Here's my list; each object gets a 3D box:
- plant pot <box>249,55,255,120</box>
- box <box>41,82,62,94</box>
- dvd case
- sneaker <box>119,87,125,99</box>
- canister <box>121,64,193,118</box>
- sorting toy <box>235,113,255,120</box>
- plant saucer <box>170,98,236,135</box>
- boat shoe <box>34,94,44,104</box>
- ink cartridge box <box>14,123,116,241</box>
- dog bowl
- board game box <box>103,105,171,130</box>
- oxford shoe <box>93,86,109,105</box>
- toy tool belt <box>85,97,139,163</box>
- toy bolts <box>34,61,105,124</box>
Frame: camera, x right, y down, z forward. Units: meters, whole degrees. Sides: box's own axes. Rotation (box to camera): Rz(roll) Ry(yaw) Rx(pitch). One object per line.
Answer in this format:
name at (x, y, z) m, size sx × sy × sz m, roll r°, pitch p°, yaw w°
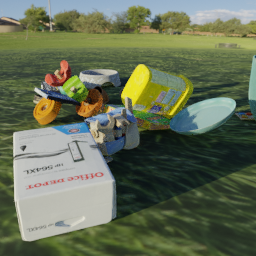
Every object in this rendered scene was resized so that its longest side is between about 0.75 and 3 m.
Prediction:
plant pot at (6.037, -1.300, 10.583) m, size 3.006 × 2.412 × 3.006 m, roll 3°, pitch 25°, yaw -1°
box at (-3.678, -2.150, 15.607) m, size 2.028 × 0.618 × 2.516 m, roll -9°, pitch 22°, yaw -20°
dvd case at (-2.447, -1.077, 9.657) m, size 1.158 × 0.142 × 1.624 m, roll 11°, pitch 9°, yaw -34°
sneaker at (0.663, -1.753, 14.526) m, size 2.719 × 0.958 × 1.027 m, roll -10°, pitch 0°, yaw -26°
canister at (1.142, -1.388, 10.924) m, size 2.418 × 1.796 × 1.047 m, roll 8°, pitch 36°, yaw -39°
sorting toy at (5.236, -0.533, 11.935) m, size 1.087 × 0.160 × 0.803 m, roll 0°, pitch 20°, yaw 0°
plant saucer at (2.535, -0.369, 9.518) m, size 2.279 × 0.312 × 2.279 m, roll -23°, pitch 18°, yaw 8°
boat shoe at (-4.094, -1.444, 13.899) m, size 1.322 × 0.485 × 0.492 m, roll 4°, pitch 21°, yaw 10°
ink cartridge box at (-1.485, 0.979, 6.185) m, size 1.842 × 1.063 × 2.523 m, roll -8°, pitch 29°, yaw -19°
dog bowl at (-1.852, -3.228, 18.218) m, size 2.787 × 0.817 × 2.787 m, roll 0°, pitch 21°, yaw 0°
board game box at (0.456, -0.434, 10.952) m, size 1.375 × 0.431 × 2.877 m, roll -3°, pitch 16°, yaw -44°
oxford shoe at (-1.415, -1.685, 13.953) m, size 0.943 × 0.942 × 2.644 m, roll -3°, pitch 19°, yaw -3°
toy tool belt at (-0.643, -0.030, 8.619) m, size 1.556 × 1.532 × 2.493 m, roll 15°, pitch 25°, yaw 34°
toy bolts at (-2.468, -1.165, 11.946) m, size 2.650 × 1.924 × 2.774 m, roll -36°, pitch 48°, yaw 9°
